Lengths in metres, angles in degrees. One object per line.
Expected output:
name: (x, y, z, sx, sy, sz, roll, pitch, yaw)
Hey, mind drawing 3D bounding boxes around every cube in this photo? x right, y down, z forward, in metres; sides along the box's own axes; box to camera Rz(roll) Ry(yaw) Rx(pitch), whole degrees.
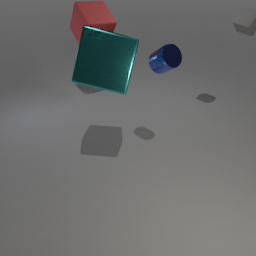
cube: (4.484, -3.990, 10.495, 0.700, 0.700, 0.700, 36, 9, 35)
cube: (-1.552, -4.512, 12.251, 1.400, 1.400, 1.400, -17, 67, -30)
cube: (-0.614, -1.772, 7.477, 1.400, 1.400, 1.400, 13, 10, -8)

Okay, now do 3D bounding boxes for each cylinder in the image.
cylinder: (1.058, -1.959, 7.988, 0.700, 0.700, 0.700, -17, 4, -26)
